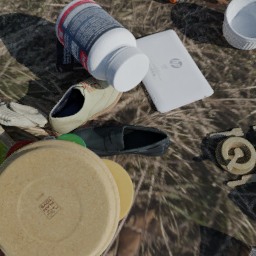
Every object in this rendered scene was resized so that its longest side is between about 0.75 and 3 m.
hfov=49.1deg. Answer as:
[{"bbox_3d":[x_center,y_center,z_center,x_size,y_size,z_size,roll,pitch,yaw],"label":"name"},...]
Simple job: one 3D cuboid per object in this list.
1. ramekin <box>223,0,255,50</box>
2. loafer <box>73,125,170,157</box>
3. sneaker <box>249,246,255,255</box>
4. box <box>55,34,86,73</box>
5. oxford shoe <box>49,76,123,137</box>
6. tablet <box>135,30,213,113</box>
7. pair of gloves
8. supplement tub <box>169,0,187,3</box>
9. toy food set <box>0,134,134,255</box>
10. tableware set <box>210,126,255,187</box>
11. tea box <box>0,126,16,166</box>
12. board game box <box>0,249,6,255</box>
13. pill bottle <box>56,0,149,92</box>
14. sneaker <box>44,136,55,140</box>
[{"bbox_3d":[3.728,-3.206,8.660,1.619,0.850,1.619,-1,74,4],"label":"ramekin"},{"bbox_3d":[-0.207,0.258,7.054,2.530,0.888,0.859,3,64,1],"label":"loafer"},{"bbox_3d":[3.171,3.570,5.576,1.020,0.872,2.341,-42,64,-4],"label":"sneaker"},{"bbox_3d":[-1.207,-2.452,8.697,2.028,0.366,1.450,-4,63,-3],"label":"box"},{"bbox_3d":[-0.959,-0.890,7.537,0.996,1.038,2.813,33,68,15],"label":"oxford shoe"},{"bbox_3d":[1.183,-1.824,8.486,1.770,0.186,2.720,-20,66,-10],"label":"tablet"},{"bbox_3d":[-3.252,-0.631,6.814,2.618,2.226,0.459,23,92,11],"label":"pair of gloves"},{"bbox_3d":[1.981,-4.770,9.643,1.168,0.715,0.715,-23,66,-11],"label":"supplement tub"},{"bbox_3d":[-1.557,1.572,5.919,2.867,0.705,2.896,32,90,1],"label":"toy food set"},{"bbox_3d":[3.398,0.524,7.166,2.257,0.452,1.492,-10,64,-5],"label":"tableware set"},{"bbox_3d":[-4.422,0.603,6.502,2.333,1.559,2.295,20,64,10],"label":"tea box"},{"bbox_3d":[-2.906,2.086,6.521,1.169,0.262,2.230,22,66,13],"label":"board game box"},{"bbox_3d":[-0.651,-2.108,7.245,1.462,1.462,2.445,-35,63,-16],"label":"pill bottle"},{"bbox_3d":[-1.544,1.183,6.551,0.832,0.973,2.234,-28,68,-19],"label":"sneaker"}]
